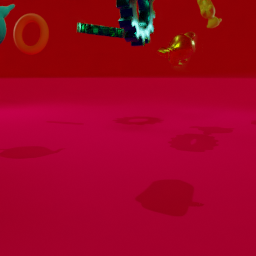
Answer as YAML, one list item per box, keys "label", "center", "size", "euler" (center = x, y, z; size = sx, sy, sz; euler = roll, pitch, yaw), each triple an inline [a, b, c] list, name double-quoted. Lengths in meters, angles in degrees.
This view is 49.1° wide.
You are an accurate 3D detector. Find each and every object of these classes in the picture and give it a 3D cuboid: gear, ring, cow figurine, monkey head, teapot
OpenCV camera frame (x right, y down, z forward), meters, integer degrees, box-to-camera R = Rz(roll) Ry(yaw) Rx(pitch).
- label: "gear"
  center: [0.259, -3.171, 7.503]
  size: [0.343, 1.856, 1.856]
  euler: [5, 12, 24]
- label: "ring"
  center: [-3.506, -3.390, 10.123]
  size: [1.440, 1.440, 0.288]
  euler: [4, 5, 18]
- label: "cow figurine"
  center: [2.989, -4.206, 10.278]
  size: [0.570, 1.039, 1.023]
  euler: [-23, -20, 27]
- label: "gear"
  center: [-0.990, -3.711, 10.669]
  size: [1.837, 0.340, 1.837]
  euler: [7, 19, -2]
- label: "monkey head"
  center: [1.516, -2.563, 8.918]
  size: [1.121, 0.939, 1.558]
  euler: [29, 49, 20]
- label: "teapot"
  center: [-3.382, -2.421, 6.585]
  size: [1.713, 1.065, 0.839]
  euler: [-37, 26, -4]
